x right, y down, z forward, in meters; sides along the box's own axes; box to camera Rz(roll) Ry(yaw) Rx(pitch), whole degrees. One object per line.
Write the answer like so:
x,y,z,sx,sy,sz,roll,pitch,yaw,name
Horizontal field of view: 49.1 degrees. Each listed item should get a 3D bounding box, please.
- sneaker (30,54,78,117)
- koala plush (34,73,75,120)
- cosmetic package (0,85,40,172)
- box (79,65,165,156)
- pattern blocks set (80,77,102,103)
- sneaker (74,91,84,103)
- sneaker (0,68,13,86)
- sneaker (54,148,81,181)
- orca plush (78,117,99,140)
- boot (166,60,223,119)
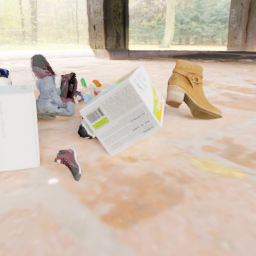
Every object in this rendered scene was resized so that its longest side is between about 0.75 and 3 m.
-2.495,-1.830,10.011,1.525,2.641,0.999,-32,-16,30,sneaker
-2.410,-1.017,8.665,1.167,1.316,1.210,-8,-11,27,koala plush
-3.124,-0.040,6.345,2.036,1.693,1.704,-5,15,-18,cosmetic package
0.014,-0.647,7.847,1.549,1.396,2.754,-31,12,17,box
-0.853,-0.904,9.267,0.161,1.986,1.746,-32,47,21,pattern blocks set
-2.040,-1.396,11.565,0.465,0.413,1.101,-14,-16,-4,sneaker
-4.177,-1.272,9.449,0.925,1.322,2.290,-16,-2,-23,sneaker
-1.292,0.777,5.890,0.483,0.316,0.836,4,40,-30,sneaker
-1.220,-0.015,8.149,0.589,0.871,1.656,-30,22,13,orca plush
2.343,-1.279,9.340,2.132,1.650,0.786,21,-20,-15,boot
